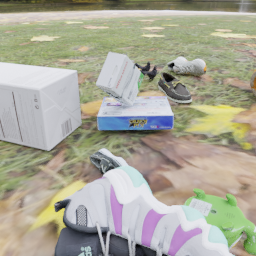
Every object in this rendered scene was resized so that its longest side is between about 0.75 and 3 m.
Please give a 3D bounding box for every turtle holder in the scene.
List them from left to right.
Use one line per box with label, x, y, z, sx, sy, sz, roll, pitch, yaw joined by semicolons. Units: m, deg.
turtle holder;1.326;1.437;4.127;1.082;0.769;0.822;0;26;-1

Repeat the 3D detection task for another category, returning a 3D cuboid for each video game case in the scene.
video game case;0.208;-0.457;8.000;1.976;0.449;1.791;0;23;2

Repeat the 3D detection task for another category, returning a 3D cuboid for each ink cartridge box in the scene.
ink cartridge box;-0.175;-1.245;7.274;0.539;0.951;1.298;20;-5;26

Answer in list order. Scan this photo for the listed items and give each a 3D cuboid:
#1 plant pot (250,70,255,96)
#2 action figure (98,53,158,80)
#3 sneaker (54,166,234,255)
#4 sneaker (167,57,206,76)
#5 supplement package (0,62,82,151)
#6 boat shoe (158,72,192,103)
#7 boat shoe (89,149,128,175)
plant pot;5.209;-1.817;9.362;1.918;2.095;2.095;-34;40;-24
action figure;-0.043;-2.338;11.148;2.231;1.138;1.326;-9;39;-21
sneaker;-0.131;1.598;3.655;1.942;1.079;2.776;-18;23;-29
sneaker;2.501;-2.582;12.181;0.910;0.749;1.979;-23;27;-25
supplement package;-2.802;-0.674;7.317;2.667;1.597;1.617;10;29;19
boat shoe;1.628;-1.458;9.951;0.713;0.602;2.000;-10;29;-18
boat shoe;-0.378;0.823;5.781;0.457;0.464;1.287;-26;25;-26
